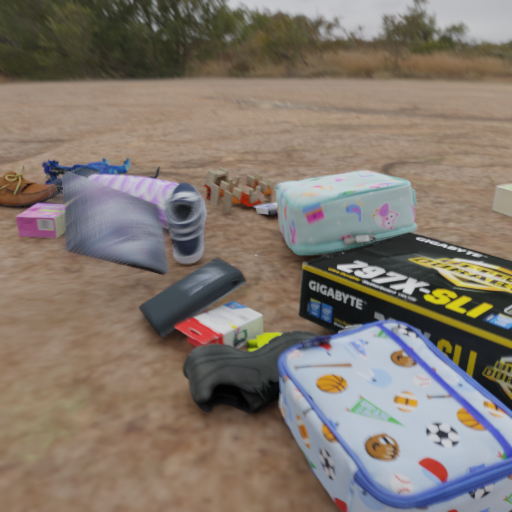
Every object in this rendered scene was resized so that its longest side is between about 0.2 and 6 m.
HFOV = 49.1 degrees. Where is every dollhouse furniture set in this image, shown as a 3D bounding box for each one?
[{"bbox_3d":[-0.553,-1.532,13.672,1.505,0.784,1.521,30,36,33],"label":"dollhouse furniture set"}]

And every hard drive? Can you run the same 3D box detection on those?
[{"bbox_3d":[-0.946,0.560,8.087,1.416,0.233,0.988,-32,24,-15],"label":"hard drive"}]

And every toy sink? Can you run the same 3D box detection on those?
[{"bbox_3d":[6.140,-1.230,12.762,0.751,0.646,1.153,-10,24,-23],"label":"toy sink"}]

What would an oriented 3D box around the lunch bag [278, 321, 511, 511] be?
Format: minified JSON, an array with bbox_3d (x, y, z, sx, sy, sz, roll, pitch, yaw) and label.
[{"bbox_3d":[1.350,1.537,5.501,1.881,0.887,2.348,-12,31,-18],"label":"lunch bag"}]

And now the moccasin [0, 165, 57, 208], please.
[{"bbox_3d":[-5.944,-1.703,13.583,2.328,0.899,0.852,7,23,17],"label":"moccasin"}]

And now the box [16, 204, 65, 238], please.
[{"bbox_3d":[-4.428,-0.755,11.855,0.826,0.454,0.939,3,22,7],"label":"box"}]

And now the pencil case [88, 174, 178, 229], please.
[{"bbox_3d":[-2.549,-1.157,12.044,2.517,1.056,1.076,6,22,14],"label":"pencil case"}]

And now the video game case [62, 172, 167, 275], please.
[{"bbox_3d":[-2.223,-0.482,8.956,0.175,1.320,1.847,-28,-29,32],"label":"video game case"}]

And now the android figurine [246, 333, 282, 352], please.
[{"bbox_3d":[0.261,1.209,7.434,0.767,0.157,0.698,-5,22,-5],"label":"android figurine"}]

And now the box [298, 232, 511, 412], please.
[{"bbox_3d":[2.809,0.688,7.501,2.867,0.886,3.591,-16,27,-42],"label":"box"}]

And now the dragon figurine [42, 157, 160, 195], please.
[{"bbox_3d":[-3.933,-1.876,13.931,3.284,0.966,1.633,15,26,33],"label":"dragon figurine"}]

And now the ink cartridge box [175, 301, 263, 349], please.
[{"bbox_3d":[-0.494,1.027,7.604,1.076,0.362,0.625,-20,30,-40],"label":"ink cartridge box"}]

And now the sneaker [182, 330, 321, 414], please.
[{"bbox_3d":[0.103,1.415,6.460,1.840,0.699,0.835,-10,33,-7],"label":"sneaker"}]

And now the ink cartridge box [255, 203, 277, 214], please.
[{"bbox_3d":[0.475,-1.104,12.973,0.858,0.204,0.868,-11,8,-20],"label":"ink cartridge box"}]

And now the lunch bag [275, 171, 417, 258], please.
[{"bbox_3d":[1.658,-0.884,10.683,2.402,1.154,2.995,-8,15,-3],"label":"lunch bag"}]

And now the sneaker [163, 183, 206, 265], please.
[{"bbox_3d":[-1.324,-0.941,10.405,0.722,1.118,2.061,-7,47,-3],"label":"sneaker"}]
